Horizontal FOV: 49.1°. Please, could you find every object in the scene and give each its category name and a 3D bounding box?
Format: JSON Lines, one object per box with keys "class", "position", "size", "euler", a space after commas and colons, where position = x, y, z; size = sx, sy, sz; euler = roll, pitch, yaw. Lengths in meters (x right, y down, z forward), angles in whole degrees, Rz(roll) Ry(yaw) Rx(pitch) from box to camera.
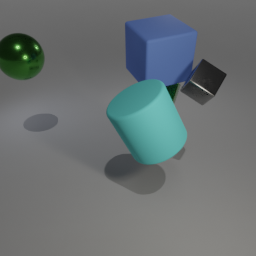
{"class": "cube", "position": [1.266, -1.219, 9.232], "size": [0.700, 0.700, 0.700], "euler": [19, 11, 13]}
{"class": "ball", "position": [-3.266, -2.159, 8.532], "size": [1.400, 1.400, 1.400], "euler": [0, 30, 0]}
{"class": "cube", "position": [1.825, -1.101, 6.842], "size": [0.700, 0.700, 0.700], "euler": [33, 74, 0]}
{"class": "cylinder", "position": [0.439, -0.139, 6.329], "size": [1.400, 1.400, 1.400], "euler": [-23, 31, 15]}
{"class": "cube", "position": [0.825, -2.066, 7.575], "size": [1.400, 1.400, 1.400], "euler": [-16, 43, -17]}
